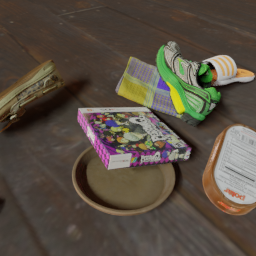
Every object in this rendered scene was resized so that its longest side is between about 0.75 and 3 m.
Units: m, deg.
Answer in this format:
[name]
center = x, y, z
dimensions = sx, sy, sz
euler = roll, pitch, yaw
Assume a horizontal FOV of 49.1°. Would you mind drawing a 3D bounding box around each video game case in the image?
[video game case]
center = 0.062, 0.124, 6.835
dimensions = 2.052, 0.405, 2.264
euler = -3, 30, -26

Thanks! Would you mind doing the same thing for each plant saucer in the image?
[plant saucer]
center = -0.090, 1.048, 6.260
dimensions = 2.264, 0.333, 2.264
euler = 2, 37, -2

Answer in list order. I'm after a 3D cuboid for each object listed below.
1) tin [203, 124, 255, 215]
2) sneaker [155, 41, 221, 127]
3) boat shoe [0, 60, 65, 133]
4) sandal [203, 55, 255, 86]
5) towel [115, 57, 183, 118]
[tin]
center = 2.389, 0.796, 6.049
dimensions = 1.225, 0.458, 2.188
euler = 25, 54, 10
[sneaker]
center = 1.726, -1.470, 7.883
dimensions = 1.146, 1.251, 2.937
euler = 20, 40, -41
[boat shoe]
center = -2.864, -0.777, 7.685
dimensions = 1.081, 0.924, 2.948
euler = -2, 39, 47
[sandal]
center = 3.150, -1.990, 9.189
dimensions = 2.881, 0.826, 1.104
euler = -11, 33, -33
[towel]
center = 1.016, -1.215, 8.514
dimensions = 2.586, 0.294, 1.857
euler = 23, 48, 1
